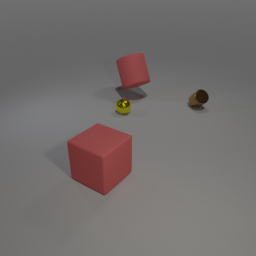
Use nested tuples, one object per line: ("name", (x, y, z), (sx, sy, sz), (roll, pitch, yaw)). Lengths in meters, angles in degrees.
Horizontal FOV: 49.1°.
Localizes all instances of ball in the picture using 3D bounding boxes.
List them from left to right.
("ball", (-0.203, -0.976, 12.562), (0.700, 0.700, 0.700), (0, 30, 0))

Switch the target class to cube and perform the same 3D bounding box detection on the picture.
("cube", (-0.824, 0.894, 8.589), (1.400, 1.400, 1.400), (19, 35, 30))

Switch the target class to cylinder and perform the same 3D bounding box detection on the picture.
("cylinder", (0.260, -2.763, 13.671), (1.400, 1.400, 1.400), (-15, 2, 0))
("cylinder", (3.263, -1.351, 12.967), (0.700, 0.700, 0.700), (-8, -9, -13))
